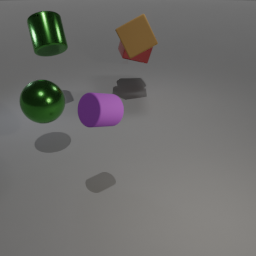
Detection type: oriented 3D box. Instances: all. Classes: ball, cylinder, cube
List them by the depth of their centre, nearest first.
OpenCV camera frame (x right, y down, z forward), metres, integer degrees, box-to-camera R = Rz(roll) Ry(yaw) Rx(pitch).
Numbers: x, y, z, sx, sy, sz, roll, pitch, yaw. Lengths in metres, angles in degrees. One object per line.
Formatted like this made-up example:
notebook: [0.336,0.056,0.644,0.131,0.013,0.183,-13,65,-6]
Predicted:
cylinder: [-0.569,-0.374,5.861,0.700,0.700,0.700,23,17,36]
ball: [-2.720,-0.840,8.953,1.400,1.400,1.400,0,28,0]
cylinder: [-3.364,-3.908,11.731,1.400,1.400,1.400,-14,-2,0]
cube: [0.371,-4.136,12.711,1.400,1.400,1.400,-27,16,7]
cube: [0.420,-4.359,14.486,1.400,1.400,1.400,8,32,-18]
